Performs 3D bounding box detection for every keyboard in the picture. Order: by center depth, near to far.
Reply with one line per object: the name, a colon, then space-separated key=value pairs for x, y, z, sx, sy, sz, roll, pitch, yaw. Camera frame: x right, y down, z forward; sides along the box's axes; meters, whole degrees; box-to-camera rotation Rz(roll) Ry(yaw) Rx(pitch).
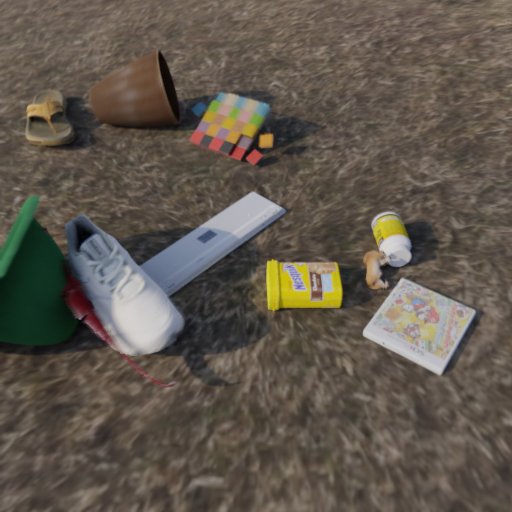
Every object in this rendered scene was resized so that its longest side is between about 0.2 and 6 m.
keyboard: x=-0.851 y=-0.294 z=10.784 sx=0.947 sy=0.179 sz=3.366 roll=28 pitch=49 yaw=33

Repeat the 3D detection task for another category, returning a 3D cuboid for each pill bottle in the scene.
pill bottle: x=2.541 y=-0.301 z=10.450 sx=0.574 sy=0.574 sz=1.020 roll=-3 pitch=43 yaw=-3

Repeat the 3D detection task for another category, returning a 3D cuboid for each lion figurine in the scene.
lion figurine: x=2.100 y=0.267 z=9.970 sx=0.347 sy=0.586 sz=0.957 roll=33 pitch=54 yaw=-19

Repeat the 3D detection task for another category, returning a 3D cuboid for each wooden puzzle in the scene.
wooden puzzle: x=-0.600 y=-3.068 z=13.147 sx=2.491 sy=0.175 sz=1.477 roll=24 pitch=79 yaw=26

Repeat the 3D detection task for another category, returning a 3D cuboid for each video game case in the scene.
video game case: x=2.701 y=1.107 z=9.227 sx=1.348 sy=0.170 sz=1.482 roll=26 pitch=49 yaw=25

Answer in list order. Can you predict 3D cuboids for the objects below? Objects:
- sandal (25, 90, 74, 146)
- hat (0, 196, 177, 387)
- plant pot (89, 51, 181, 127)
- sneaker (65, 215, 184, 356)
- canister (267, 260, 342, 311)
sandal: x=-5.143 y=-3.531 z=13.797 sx=1.120 sy=0.753 sz=2.788 roll=-11 pitch=44 yaw=-11
hat: x=-2.960 y=0.898 z=9.078 sx=2.750 sy=2.587 sz=3.124 roll=27 pitch=38 yaw=-24
plant pot: x=-3.007 y=-3.869 z=13.668 sx=1.884 sy=1.761 sz=1.761 roll=-13 pitch=43 yaw=4
sneaker: x=-2.301 y=0.442 z=8.939 sx=1.151 sy=1.346 sz=3.090 roll=-36 pitch=49 yaw=-24
canister: x=0.810 y=0.498 z=9.634 sx=1.223 sy=0.529 sz=0.908 roll=0 pitch=43 yaw=-2
